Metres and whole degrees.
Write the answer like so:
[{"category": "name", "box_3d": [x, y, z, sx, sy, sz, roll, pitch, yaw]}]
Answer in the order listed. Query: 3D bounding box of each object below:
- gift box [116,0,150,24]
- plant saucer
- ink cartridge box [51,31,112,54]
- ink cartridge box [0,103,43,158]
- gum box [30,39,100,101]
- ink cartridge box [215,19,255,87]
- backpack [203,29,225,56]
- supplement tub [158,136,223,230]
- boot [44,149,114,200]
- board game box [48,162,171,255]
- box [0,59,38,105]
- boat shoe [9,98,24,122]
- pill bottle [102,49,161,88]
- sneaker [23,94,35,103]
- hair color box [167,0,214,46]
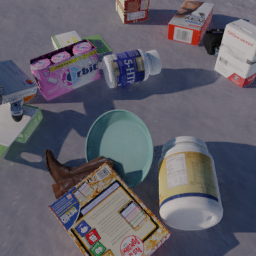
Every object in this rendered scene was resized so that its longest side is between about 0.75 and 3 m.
[{"category": "gift box", "box_3d": [0.265, -5.910, 13.208, 1.552, 1.432, 1.449, -13, 59, -16]}, {"category": "plant saucer", "box_3d": [-0.201, 0.579, 7.427, 2.129, 2.129, 0.383, 37, 17, 28]}, {"category": "ink cartridge box", "box_3d": [-1.938, -3.511, 11.669, 2.103, 0.504, 1.530, -21, 52, -15]}, {"category": "ink cartridge box", "box_3d": [-3.866, 0.098, 8.437, 1.639, 0.540, 2.252, 13, 50, 11]}, {"category": "gum box", "box_3d": [-2.190, -2.025, 9.785, 2.293, 1.301, 0.758, -29, 53, -23]}, {"category": "ink cartridge box", "box_3d": [4.022, -2.644, 9.940, 0.786, 1.897, 1.393, -27, 54, -22]}, {"category": "backpack", "box_3d": [3.818, -3.421, 11.335, 1.335, 0.845, 1.114, -6, 60, -5]}, {"category": "supplement tub", "box_3d": [1.448, 1.303, 6.805, 1.401, 1.401, 1.941, 2, 48, 2]}, {"category": "boot", "box_3d": [-1.289, 0.995, 7.584, 1.694, 0.544, 1.578, -21, 66, -9]}, {"category": "board game box", "box_3d": [-0.437, 2.135, 6.364, 1.713, 0.524, 2.262, -36, 64, -19]}, {"category": "box", "box_3d": [-3.923, -1.370, 8.465, 1.429, 0.377, 1.833, 42, 41, 12]}, {"category": "boat shoe", "box_3d": [-3.376, -0.597, 8.469, 0.438, 0.361, 1.275, -4, 29, -18]}, {"category": "pill bottle", "box_3d": [0.144, -2.180, 10.017, 1.918, 1.148, 1.148, -15, 50, -12]}, {"category": "sneaker", "box_3d": [-4.325, -1.487, 9.654, 2.358, 0.893, 1.085, 1, 45, -1]}, {"category": "hair color box", "box_3d": [2.842, -4.792, 12.567, 1.404, 0.809, 2.531, 18, 50, 16]}]
